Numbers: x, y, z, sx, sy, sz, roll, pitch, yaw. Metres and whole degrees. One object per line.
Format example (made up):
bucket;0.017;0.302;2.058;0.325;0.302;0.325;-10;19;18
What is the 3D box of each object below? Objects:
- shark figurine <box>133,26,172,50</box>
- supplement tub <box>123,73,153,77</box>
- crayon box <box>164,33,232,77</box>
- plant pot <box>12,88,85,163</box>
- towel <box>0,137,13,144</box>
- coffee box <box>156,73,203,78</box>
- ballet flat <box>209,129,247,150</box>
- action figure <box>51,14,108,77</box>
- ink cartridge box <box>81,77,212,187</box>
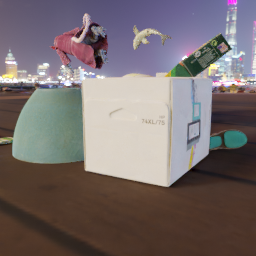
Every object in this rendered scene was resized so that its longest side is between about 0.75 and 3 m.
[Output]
shark figurine;0.784;-3.317;9.869;1.425;0.851;0.595;0;31;33
supplement tub;0.402;-1.353;12.293;2.031;2.031;2.801;-2;13;-10
crayon box;2.376;-2.283;10.724;1.868;0.747;2.943;-37;1;-12
plant pot;-1.687;-0.200;7.053;2.365;1.593;2.365;0;10;0
towel;-3.669;0.387;8.113;0.619;0.095;0.812;7;13;37
coffee box;2.778;-1.791;14.843;2.210;2.207;2.186;3;10;17
ballet flat;2.381;0.306;7.373;1.541;0.524;0.518;-2;2;-20
action figure;-1.334;-1.964;6.834;1.750;1.172;1.303;13;-4;30
ink cartridge box;0.521;-0.145;5.890;1.833;1.824;2.498;5;11;30
